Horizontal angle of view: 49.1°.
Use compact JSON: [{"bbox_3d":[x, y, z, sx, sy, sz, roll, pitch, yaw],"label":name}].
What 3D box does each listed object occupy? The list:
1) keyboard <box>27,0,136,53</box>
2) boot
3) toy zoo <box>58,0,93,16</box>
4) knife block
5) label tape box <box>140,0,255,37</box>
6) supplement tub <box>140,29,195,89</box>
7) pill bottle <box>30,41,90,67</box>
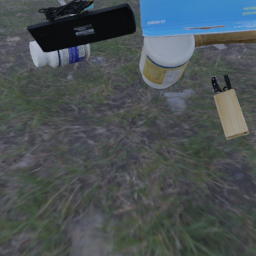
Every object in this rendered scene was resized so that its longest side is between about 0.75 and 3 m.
[{"bbox_3d":[-0.966,-2.260,5.868,2.193,1.142,0.435,-12,67,4],"label":"keyboard"},{"bbox_3d":[2.423,-2.753,7.471,2.075,0.686,1.817,-3,55,19],"label":"boot"},{"bbox_3d":[-1.922,-5.191,9.798,1.757,2.679,0.274,-48,61,1],"label":"toy zoo"},{"bbox_3d":[1.825,-0.455,5.161,0.386,1.058,1.205,-20,9,22],"label":"knife block"},{"bbox_3d":[1.105,-2.316,4.566,1.834,0.846,2.560,-3,36,6],"label":"label tape box"},{"bbox_3d":[0.897,-1.739,6.946,1.159,1.603,1.159,1,75,-3],"label":"supplement tub"},{"bbox_3d":[-2.011,-2.316,8.270,1.570,0.939,0.939,-19,43,-25],"label":"pill bottle"}]
